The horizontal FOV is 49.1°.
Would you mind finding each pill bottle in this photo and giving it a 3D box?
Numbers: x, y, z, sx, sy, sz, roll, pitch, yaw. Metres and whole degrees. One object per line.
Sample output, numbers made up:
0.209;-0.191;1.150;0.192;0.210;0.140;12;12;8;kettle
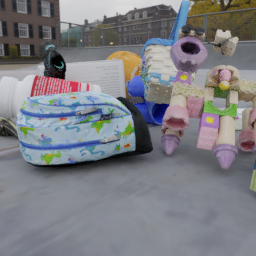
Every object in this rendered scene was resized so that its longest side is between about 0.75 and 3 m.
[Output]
-2.246;-0.698;8.211;2.746;1.541;1.541;8;13;-12;pill bottle

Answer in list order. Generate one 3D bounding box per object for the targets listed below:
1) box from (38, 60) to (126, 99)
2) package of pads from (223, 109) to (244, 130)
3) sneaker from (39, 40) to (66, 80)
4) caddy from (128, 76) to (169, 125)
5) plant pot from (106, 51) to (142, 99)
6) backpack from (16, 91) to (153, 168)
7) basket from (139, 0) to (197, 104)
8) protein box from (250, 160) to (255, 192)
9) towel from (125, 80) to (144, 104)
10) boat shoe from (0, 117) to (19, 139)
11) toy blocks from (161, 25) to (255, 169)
-1.592;-1.509;10.685;2.908;1.901;2.893;-5;11;-3;box
3.848;-0.307;9.472;1.520;0.518;1.175;1;16;-2;package of pads
-2.160;-1.721;8.331;0.651;1.726;0.684;-37;60;-21;sneaker
1.114;-1.103;10.084;1.333;1.795;2.539;3;14;35;caddy
0.220;-2.657;14.575;2.520;2.520;2.307;-9;19;-30;plant pot
-1.094;-0.005;6.278;2.619;2.014;2.137;-21;24;-13;backpack
1.231;-2.023;7.971;1.690;2.430;2.142;16;-15;3;basket
3.306;0.614;4.438;1.752;1.191;1.765;-10;21;-34;protein box
1.007;-1.471;12.312;2.136;0.914;1.768;3;-4;6;towel
-3.721;-0.015;8.358;1.709;0.611;0.562;27;64;32;boat shoe
1.965;-0.218;5.975;2.541;2.719;2.289;10;58;8;toy blocks
